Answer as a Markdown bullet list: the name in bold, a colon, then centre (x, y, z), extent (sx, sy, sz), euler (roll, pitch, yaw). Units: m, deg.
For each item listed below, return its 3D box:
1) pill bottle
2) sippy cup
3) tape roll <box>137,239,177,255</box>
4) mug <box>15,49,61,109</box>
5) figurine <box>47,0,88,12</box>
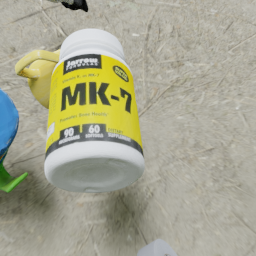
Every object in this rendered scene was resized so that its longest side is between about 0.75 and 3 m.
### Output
- **pill bottle**: centre (-0.525, -0.322, 4.295), extent (1.333, 1.333, 2.333), euler (-5, 57, -3)
- **sippy cup**: centre (-3.090, 0.019, 5.393), extent (2.622, 1.921, 2.059), euler (22, 63, -32)
- **tape roll**: centre (0.612, 2.417, 4.553), extent (0.369, 1.117, 1.117), euler (-36, 62, 14)
- **mug**: centre (-1.431, -1.206, 6.542), extent (1.443, 1.479, 1.801), euler (61, 36, -11)
- **figurine**: centre (-2.171, -4.146, 7.488), extent (1.042, 2.421, 2.363), euler (-41, 98, 17)
